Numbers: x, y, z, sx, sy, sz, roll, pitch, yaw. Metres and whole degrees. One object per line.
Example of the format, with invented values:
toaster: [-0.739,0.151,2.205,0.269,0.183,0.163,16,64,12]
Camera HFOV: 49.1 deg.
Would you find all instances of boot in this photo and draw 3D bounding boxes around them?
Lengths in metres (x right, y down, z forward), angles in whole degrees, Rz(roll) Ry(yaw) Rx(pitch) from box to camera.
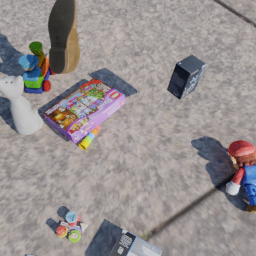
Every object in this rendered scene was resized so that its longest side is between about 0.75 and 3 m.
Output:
boot: [-2.120,-3.234,9.753,0.984,2.673,1.009,16,16,22]

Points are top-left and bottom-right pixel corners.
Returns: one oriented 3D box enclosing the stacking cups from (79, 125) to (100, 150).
stacking cups: [-1.464,0.310,10.789,0.344,0.344,1.136,21,56,14]

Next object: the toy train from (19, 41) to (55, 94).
toy train: [-3.858,-3.100,12.304,1.253,1.713,2.960,7,56,4]

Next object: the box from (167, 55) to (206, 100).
box: [1.984,-1.735,9.585,0.898,1.210,0.648,-32,62,-31]

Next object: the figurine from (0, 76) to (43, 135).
figurine: [-4.757,-0.740,10.038,2.812,2.744,1.211,-13,56,-10]

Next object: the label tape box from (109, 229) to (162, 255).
label tape box: [0.005,4.067,8.009,1.299,0.599,1.814,25,57,16]

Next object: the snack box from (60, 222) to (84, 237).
snack box: [-1.797,3.217,8.900,0.774,0.094,0.278,12,56,9]

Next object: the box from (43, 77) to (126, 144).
box: [-1.723,-0.814,11.275,1.894,0.541,2.768,34,61,31]

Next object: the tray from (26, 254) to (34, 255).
tray: [-2.783,4.599,7.877,0.988,0.204,1.841,10,56,6]

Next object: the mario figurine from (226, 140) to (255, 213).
mario figurine: [4.158,1.609,9.707,1.525,1.309,2.471,8,59,-39]

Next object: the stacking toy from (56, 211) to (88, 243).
stacking toy: [-1.748,3.072,8.717,0.782,0.365,0.864,26,59,18]
